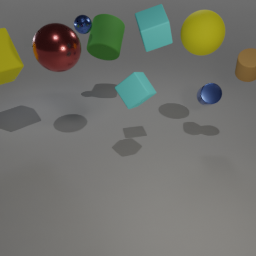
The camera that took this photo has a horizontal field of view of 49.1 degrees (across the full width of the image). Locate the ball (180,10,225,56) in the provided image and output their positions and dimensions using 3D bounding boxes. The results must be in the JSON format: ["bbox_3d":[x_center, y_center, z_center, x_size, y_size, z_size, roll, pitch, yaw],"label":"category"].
[{"bbox_3d":[2.409,-3.066,9.059,1.400,1.400,1.400,0,30,0],"label":"ball"}]

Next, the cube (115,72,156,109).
[{"bbox_3d":[0.210,-1.003,7.448,0.700,0.700,0.700,-35,-4,24],"label":"cube"}]

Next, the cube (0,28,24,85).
[{"bbox_3d":[-4.550,-2.240,9.255,1.400,1.400,1.400,-28,4,-36],"label":"cube"}]

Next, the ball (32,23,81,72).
[{"bbox_3d":[-2.089,-2.365,8.288,1.400,1.400,1.400,0,30,0],"label":"ball"}]

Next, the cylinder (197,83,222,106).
[{"bbox_3d":[2.747,-1.131,9.503,0.700,0.700,0.700,1,0,2],"label":"cylinder"}]

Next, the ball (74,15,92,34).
[{"bbox_3d":[-1.729,-3.981,10.774,0.700,0.700,0.700,0,30,0],"label":"ball"}]

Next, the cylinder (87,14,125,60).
[{"bbox_3d":[-0.928,-3.802,11.834,1.400,1.400,1.400,10,-12,2],"label":"cylinder"}]

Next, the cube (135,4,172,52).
[{"bbox_3d":[0.636,-2.458,6.912,0.700,0.700,0.700,-17,59,7],"label":"cube"}]

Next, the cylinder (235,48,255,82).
[{"bbox_3d":[3.512,-1.816,8.123,0.700,0.700,0.700,-6,61,10],"label":"cylinder"}]
